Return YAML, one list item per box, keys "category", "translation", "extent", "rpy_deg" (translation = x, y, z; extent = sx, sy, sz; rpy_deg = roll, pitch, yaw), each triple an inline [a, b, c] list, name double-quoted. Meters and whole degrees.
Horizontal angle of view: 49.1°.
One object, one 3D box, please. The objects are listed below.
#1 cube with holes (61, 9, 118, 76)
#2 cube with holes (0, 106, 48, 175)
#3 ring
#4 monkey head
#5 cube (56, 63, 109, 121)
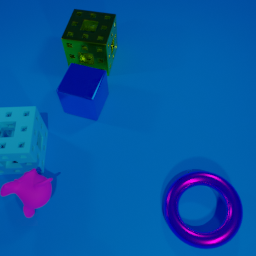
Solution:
- category: "cube with holes"
  translation: [-1.165, -2.744, 9.048]
  extent: [1.372, 1.372, 1.372]
  rpy_deg: [10, 60, 5]
- category: "cube with holes"
  translation: [-2.944, 0.354, 7.299]
  extent: [1.300, 1.300, 1.300]
  rpy_deg: [-2, 60, -1]
- category: "ring"
  translation: [1.781, 1.918, 6.743]
  extent: [1.846, 0.369, 1.846]
  rpy_deg: [-6, 60, 11]
- category: "monkey head"
  translation: [-2.335, 1.508, 6.544]
  extent: [0.859, 1.426, 1.026]
  rpy_deg: [45, 30, 21]
- category: "cube"
  translation: [-1.280, -1.053, 8.225]
  extent: [1.099, 1.099, 1.099]
  rpy_deg: [15, 61, 9]
